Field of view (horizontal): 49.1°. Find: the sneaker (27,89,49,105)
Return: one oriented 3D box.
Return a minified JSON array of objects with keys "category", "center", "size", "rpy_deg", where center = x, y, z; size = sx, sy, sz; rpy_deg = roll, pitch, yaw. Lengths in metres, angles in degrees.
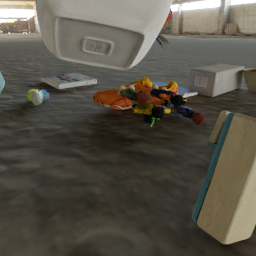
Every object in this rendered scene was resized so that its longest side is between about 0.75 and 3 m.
[{"category":"sneaker","center":[-3.236,-1.213,10.392],"size":[0.747,0.539,1.422],"rpy_deg":[-12,23,-29]}]

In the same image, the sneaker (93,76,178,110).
[{"category":"sneaker","center":[0.246,-1.237,9.666],"size":[2.935,1.132,1.071],"rpy_deg":[-3,22,-4]}]

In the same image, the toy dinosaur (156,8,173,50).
[{"category":"toy dinosaur","center":[0.027,-3.290,8.335],"size":[2.614,2.880,1.512],"rpy_deg":[-19,21,46]}]

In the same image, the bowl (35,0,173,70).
[{"category":"bowl","center":[-0.601,-2.086,5.815],"size":[2.644,0.988,2.648],"rpy_deg":[8,-14,-12]}]

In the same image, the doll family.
[{"category":"doll family","center":[1.064,-0.674,8.303],"size":[2.795,1.097,1.615],"rpy_deg":[-6,17,-22]}]

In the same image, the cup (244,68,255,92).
[{"category":"cup","center":[5.622,-2.061,12.131],"size":[1.219,0.872,1.219],"rpy_deg":[0,20,0]}]

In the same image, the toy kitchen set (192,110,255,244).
[{"category":"toy kitchen set","center":[1.828,0.555,5.059],"size":[2.780,1.638,2.227],"rpy_deg":[9,11,-39]}]

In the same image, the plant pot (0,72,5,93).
[{"category":"plant pot","center":[-5.160,-1.537,9.564],"size":[1.477,2.194,2.194],"rpy_deg":[31,3,-32]}]

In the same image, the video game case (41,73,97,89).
[{"category":"video game case","center":[-2.927,-2.349,13.758],"size":[1.983,0.258,2.179],"rpy_deg":[-15,26,-34]}]

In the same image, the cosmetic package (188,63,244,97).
[{"category":"cosmetic package","center":[3.854,-2.151,12.158],"size":[2.457,1.108,1.313],"rpy_deg":[-14,25,-40]}]

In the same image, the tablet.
[{"category":"tablet","center":[1.479,-1.632,11.986],"size":[1.697,0.178,2.608],"rpy_deg":[-13,25,-31]}]
